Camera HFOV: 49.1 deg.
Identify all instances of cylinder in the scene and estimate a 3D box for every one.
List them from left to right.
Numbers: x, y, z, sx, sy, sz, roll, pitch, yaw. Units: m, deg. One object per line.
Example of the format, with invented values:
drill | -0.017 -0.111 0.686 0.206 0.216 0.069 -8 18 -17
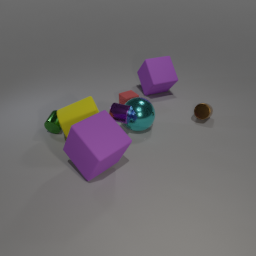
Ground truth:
cylinder | -2.964 -0.250 11.483 0.700 0.700 0.700 9 48 14
cylinder | -1.740 -0.300 10.553 1.400 1.400 1.400 -24 35 -2
cylinder | -0.273 -0.559 10.616 0.700 0.700 0.700 13 34 15
cylinder | 3.297 -0.731 12.225 0.700 0.700 0.700 16 11 24

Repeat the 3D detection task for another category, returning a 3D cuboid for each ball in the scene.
ball | 0.424 -0.561 11.519 1.400 1.400 1.400 0 32 0

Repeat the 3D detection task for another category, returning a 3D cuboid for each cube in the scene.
cube | -1.000 0.549 8.948 1.400 1.400 1.400 -30 72 -38
cube | 0.041 -1.269 13.102 0.700 0.700 0.700 -19 36 -25
cube | 1.484 -2.658 14.316 1.400 1.400 1.400 -13 78 -19
